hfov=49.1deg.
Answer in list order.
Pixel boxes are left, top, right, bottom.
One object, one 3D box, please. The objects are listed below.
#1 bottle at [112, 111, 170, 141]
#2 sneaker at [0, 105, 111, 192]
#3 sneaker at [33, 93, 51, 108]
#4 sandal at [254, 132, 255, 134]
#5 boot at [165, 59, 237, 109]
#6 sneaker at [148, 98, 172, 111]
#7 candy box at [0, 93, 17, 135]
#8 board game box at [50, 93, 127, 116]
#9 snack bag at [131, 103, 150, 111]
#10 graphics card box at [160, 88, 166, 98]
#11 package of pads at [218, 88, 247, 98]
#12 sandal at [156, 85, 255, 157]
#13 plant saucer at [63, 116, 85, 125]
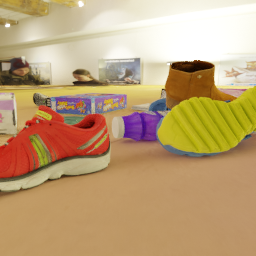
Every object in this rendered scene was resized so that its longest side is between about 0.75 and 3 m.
[{"bbox_3d":[0.648,-0.065,6.438,2.009,0.656,0.839,-3,12,-19],"label":"bottle"},{"bbox_3d":[-1.338,0.202,4.006,2.443,1.037,0.941,-9,14,-40],"label":"sneaker"},{"bbox_3d":[-3.785,-1.294,13.520,1.674,0.628,0.967,21,16,35],"label":"sneaker"},{"bbox_3d":[3.635,-0.278,6.437,1.092,0.817,2.851,-18,10,-2],"label":"sandal"},{"bbox_3d":[1.853,-0.893,6.415,2.007,0.706,1.437,5,-32,2],"label":"boot"},{"bbox_3d":[1.646,-0.538,8.562,2.139,0.821,1.190,8,3,7],"label":"sneaker"},{"bbox_3d":[-4.185,-0.413,7.572,2.183,0.931,2.602,-4,11,-22],"label":"candy box"},{"bbox_3d":[-1.551,-1.061,11.835,1.934,0.644,2.876,5,12,27],"label":"board game box"},{"bbox_3d":[1.670,-0.909,12.118,2.174,0.247,2.305,9,14,41],"label":"snack bag"},{"bbox_3d":[2.262,-1.024,10.836,1.420,0.576,2.263,1,18,-12],"label":"graphics card box"},{"bbox_3d":[4.224,-1.229,11.976,1.494,0.938,2.480,-10,14,-34],"label":"package of pads"},{"bbox_3d":[1.830,-0.023,5.750,2.920,1.161,1.271,-10,-17,-24],"label":"sandal"},{"bbox_3d":[-1.698,-0.060,7.481,2.180,0.299,2.180,1,10,0],"label":"plant saucer"}]
